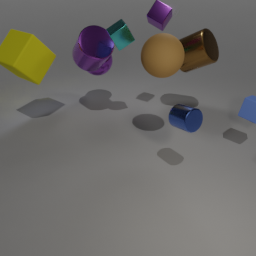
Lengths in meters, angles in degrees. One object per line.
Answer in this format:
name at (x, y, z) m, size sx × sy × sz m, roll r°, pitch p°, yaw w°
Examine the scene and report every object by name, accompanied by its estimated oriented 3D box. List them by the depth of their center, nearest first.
cylinder at (1.637, -0.286, 7.977) m, size 0.700 × 0.700 × 0.700 m, roll -18°, pitch 25°, yaw -28°
ball at (1.109, -2.325, 9.039) m, size 1.400 × 1.400 × 1.400 m, roll 0°, pitch 29°, yaw 0°
cube at (4.376, -0.652, 9.703) m, size 0.700 × 0.700 × 0.700 m, roll 32°, pitch 32°, yaw 33°
cube at (-0.274, -3.383, 10.165) m, size 0.700 × 0.700 × 0.700 m, roll -32°, pitch 39°, yaw 7°
cube at (1.200, -4.250, 10.601) m, size 0.700 × 0.700 × 0.700 m, roll 34°, pitch 5°, yaw 8°
cube at (-3.977, -2.738, 10.839) m, size 1.400 × 1.400 × 1.400 m, roll 23°, pitch 80°, yaw 31°
cylinder at (-1.425, -3.156, 11.256) m, size 1.400 × 1.400 × 1.400 m, roll -14°, pitch -3°, yaw -23°
cylinder at (2.781, -3.155, 11.516) m, size 1.400 × 1.400 × 1.400 m, roll -13°, pitch 16°, yaw 42°
ball at (-1.403, -3.103, 12.782) m, size 1.400 × 1.400 × 1.400 m, roll 0°, pitch 29°, yaw 0°
